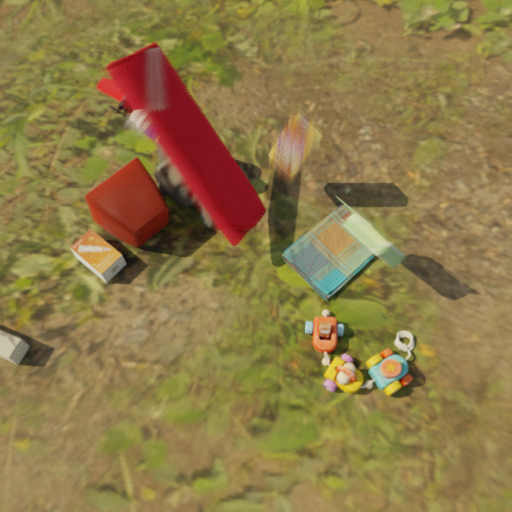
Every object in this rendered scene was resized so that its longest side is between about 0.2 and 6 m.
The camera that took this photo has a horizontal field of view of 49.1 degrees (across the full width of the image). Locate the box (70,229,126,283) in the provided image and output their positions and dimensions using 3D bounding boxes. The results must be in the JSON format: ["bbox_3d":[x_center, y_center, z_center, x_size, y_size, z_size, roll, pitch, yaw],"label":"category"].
[{"bbox_3d":[-3.151,0.004,11.195,0.916,0.446,0.570,36,69,16],"label":"box"}]

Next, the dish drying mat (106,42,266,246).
[{"bbox_3d":[-1.155,-2.114,10.617,3.905,0.355,1.500,55,39,-15],"label":"dish drying mat"}]

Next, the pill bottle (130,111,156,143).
[{"bbox_3d":[-2.045,-2.520,10.738,0.699,0.418,0.418,37,69,2],"label":"pill bottle"}]

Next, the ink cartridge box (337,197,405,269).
[{"bbox_3d":[1.921,-0.399,9.832,0.339,1.414,1.029,-50,48,10],"label":"ink cartridge box"}]

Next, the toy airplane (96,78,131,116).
[{"bbox_3d":[-2.806,-4.034,13.237,1.832,0.337,1.832,1,65,-1],"label":"toy airplane"}]

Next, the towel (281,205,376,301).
[{"bbox_3d":[1.594,-0.120,11.399,1.830,0.198,1.342,-40,71,-18],"label":"towel"}]

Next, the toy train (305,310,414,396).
[{"bbox_3d":[1.910,1.740,10.275,2.074,0.577,1.558,7,64,4],"label":"toy train"}]

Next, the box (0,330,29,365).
[{"bbox_3d":[-4.892,1.570,10.413,1.199,0.493,0.410,21,65,9],"label":"box"}]

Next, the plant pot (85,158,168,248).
[{"bbox_3d":[-2.474,-0.937,11.270,1.302,1.301,1.148,-41,81,-18],"label":"plant pot"}]

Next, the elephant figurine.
[{"bbox_3d":[-1.556,-1.649,11.657,1.430,1.304,1.843,5,78,34],"label":"elephant figurine"}]

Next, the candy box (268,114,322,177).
[{"bbox_3d":[0.739,-2.104,10.770,0.639,1.095,0.309,46,54,8],"label":"candy box"}]
